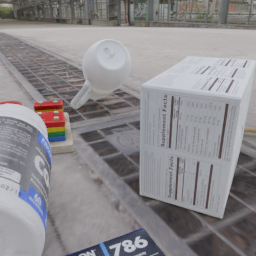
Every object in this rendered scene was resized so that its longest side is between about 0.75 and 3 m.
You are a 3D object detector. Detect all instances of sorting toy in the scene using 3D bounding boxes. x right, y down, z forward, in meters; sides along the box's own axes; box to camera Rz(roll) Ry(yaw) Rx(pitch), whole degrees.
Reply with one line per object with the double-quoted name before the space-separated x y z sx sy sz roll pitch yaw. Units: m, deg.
"sorting toy" -2.773 -0.124 7.676 2.321 0.812 2.335 -5 25 -14

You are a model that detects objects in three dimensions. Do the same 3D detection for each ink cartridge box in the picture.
"ink cartridge box" -0.045 1.921 3.010 1.359 0.536 2.733 -12 18 -22

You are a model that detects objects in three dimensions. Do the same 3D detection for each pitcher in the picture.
"pitcher" -0.995 -1.642 9.285 2.160 1.527 2.518 -48 2 -21

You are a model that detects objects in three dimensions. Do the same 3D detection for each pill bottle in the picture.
"pill bottle" -1.953 0.732 4.212 1.551 1.551 2.727 -4 28 -10

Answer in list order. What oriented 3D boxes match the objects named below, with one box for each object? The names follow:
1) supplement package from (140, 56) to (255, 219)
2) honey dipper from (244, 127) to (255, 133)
"supplement package" 1.526 -0.088 5.830 1.606 2.256 2.897 11 27 24
"honey dipper" 3.871 0.105 7.787 2.575 0.489 0.489 2 24 16
